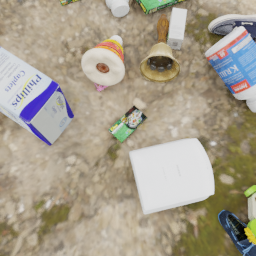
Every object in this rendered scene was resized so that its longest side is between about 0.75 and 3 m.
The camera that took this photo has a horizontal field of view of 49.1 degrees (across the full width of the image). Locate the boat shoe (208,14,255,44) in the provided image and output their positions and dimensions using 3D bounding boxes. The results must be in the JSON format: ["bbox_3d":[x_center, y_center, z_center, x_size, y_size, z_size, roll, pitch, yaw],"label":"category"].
[{"bbox_3d":[4.340,-3.777,10.900,2.245,0.838,1.041,-8,66,-3],"label":"boat shoe"}]

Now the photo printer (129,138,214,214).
[{"bbox_3d":[1.502,1.521,9.330,2.560,0.889,2.130,-12,74,-3],"label":"photo printer"}]

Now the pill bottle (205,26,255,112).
[{"bbox_3d":[4.095,-1.971,9.801,1.544,1.544,2.751,-39,95,-10],"label":"pill bottle"}]

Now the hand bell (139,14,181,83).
[{"bbox_3d":[1.288,-3.314,10.784,1.490,1.490,2.862,6,61,2],"label":"hand bell"}]

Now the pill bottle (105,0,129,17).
[{"bbox_3d":[-0.505,-5.416,11.296,0.950,0.950,1.716,-15,77,-4],"label":"pill bottle"}]

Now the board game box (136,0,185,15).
[{"bbox_3d":[1.500,-5.632,11.509,2.639,0.310,1.383,-26,79,-18],"label":"board game box"}]

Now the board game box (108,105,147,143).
[{"bbox_3d":[-0.003,-0.146,10.218,1.344,0.158,0.704,-43,80,-11],"label":"board game box"}]

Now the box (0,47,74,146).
[{"bbox_3d":[-3.466,-1.002,9.190,2.796,2.571,1.467,32,75,9],"label":"box"}]

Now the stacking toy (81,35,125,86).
[{"bbox_3d":[-0.685,-2.736,10.219,1.551,1.551,2.123,13,52,4],"label":"stacking toy"}]

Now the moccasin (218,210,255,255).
[{"bbox_3d":[3.640,3.509,8.864,0.793,0.672,1.971,-43,78,-11],"label":"moccasin"}]

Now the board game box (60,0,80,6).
[{"bbox_3d":[-2.049,-5.905,11.876,1.939,0.228,1.016,-21,73,-6],"label":"board game box"}]

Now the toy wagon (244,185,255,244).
[{"bbox_3d":[4.640,2.741,8.741,2.840,0.562,2.204,-24,62,-22],"label":"toy wagon"}]

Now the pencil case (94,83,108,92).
[{"bbox_3d":[-0.796,-1.731,10.552,0.967,0.418,0.400,-30,101,-8],"label":"pencil case"}]

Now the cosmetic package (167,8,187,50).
[{"bbox_3d":[1.908,-3.890,11.002,0.590,0.748,1.391,8,72,2],"label":"cosmetic package"}]
